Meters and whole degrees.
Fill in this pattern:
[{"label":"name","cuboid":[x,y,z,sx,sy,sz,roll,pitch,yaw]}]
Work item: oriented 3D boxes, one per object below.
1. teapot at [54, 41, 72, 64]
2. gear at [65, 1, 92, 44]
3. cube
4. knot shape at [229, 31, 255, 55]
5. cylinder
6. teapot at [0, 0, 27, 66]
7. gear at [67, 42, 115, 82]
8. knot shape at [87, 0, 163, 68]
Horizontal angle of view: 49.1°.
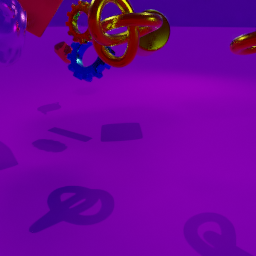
[{"label":"teapot","cuboid":[-2.287,-2.844,10.331,0.677,0.859,1.382,-43,0,2]},{"label":"gear","cuboid":[-1.205,-2.791,7.442,1.057,1.057,0.196,13,19,30]},{"label":"cube","cuboid":[-2.438,-3.170,6.734,1.194,1.194,1.194,22,27,-40]},{"label":"knot shape","cuboid":[2.172,-1.478,4.302,1.397,0.646,1.307,-56,8,-21]},{"label":"cylinder","cuboid":[0.562,-2.768,8.308,1.134,1.134,1.134,-3,7,-8]},{"label":"teapot","cuboid":[-2.431,-1.847,5.123,1.007,1.279,2.057,5,-19,-29]},{"label":"gear","cuboid":[-1.086,-2.099,8.099,1.508,1.508,0.279,14,-4,30]},{"label":"knot shape","cuboid":[-0.188,-1.827,5.036,1.433,1.341,0.662,-30,53,22]}]
